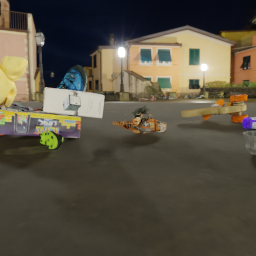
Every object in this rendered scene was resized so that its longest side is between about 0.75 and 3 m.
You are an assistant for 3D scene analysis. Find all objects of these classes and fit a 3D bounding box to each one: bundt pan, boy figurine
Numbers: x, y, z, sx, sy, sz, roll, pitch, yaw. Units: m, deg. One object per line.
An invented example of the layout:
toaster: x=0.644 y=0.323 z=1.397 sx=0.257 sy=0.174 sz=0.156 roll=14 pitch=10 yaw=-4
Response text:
bundt pan: x=2.741 y=0.317 z=5.267 sx=1.108 sy=0.416 sz=1.108 roll=0 pitch=8 yaw=0
boy figurine: x=-4.504 y=-1.374 z=9.172 sx=0.921 sy=2.859 sz=1.777 roll=25 pitch=-16 yaw=47

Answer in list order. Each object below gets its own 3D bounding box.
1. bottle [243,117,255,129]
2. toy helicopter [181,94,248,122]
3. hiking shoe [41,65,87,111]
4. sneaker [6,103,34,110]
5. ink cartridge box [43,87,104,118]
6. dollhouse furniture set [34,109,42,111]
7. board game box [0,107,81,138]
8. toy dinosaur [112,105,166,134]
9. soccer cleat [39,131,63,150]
bottle: x=4.540 y=-0.163 z=9.424 sx=1.215 sy=0.397 sz=0.508 roll=0 pitch=5 yaw=0
toy helicopter: x=3.705 y=-0.803 z=12.326 sx=2.829 sy=1.116 sz=1.871 roll=-7 pitch=8 yaw=-1
hiking shoe: x=-2.392 y=-1.144 z=10.409 sx=0.971 sy=2.610 sz=1.131 roll=35 pitch=18 yaw=6
sneaker: x=-5.063 y=-0.663 z=12.222 sx=2.162 sy=0.804 sz=0.946 roll=5 pitch=14 yaw=36
ink cartridge box: x=-1.544 y=-0.729 z=7.920 sx=1.577 sy=0.677 sz=1.155 roll=4 pitch=8 yaw=-14
dollhouse furniture set: x=-3.760 y=-0.429 z=10.738 sx=1.076 sy=0.579 sz=0.438 roll=-3 pitch=-1 yaw=-33
board game box: x=-2.566 y=-0.162 z=7.722 sx=2.153 sy=0.611 sz=1.780 roll=4 pitch=6 yaw=-25
toy dinosaur: x=0.363 y=-0.172 z=8.434 sx=1.561 sy=0.797 sz=1.060 roll=21 pitch=25 yaw=2
soccer cleat: x=-1.600 y=0.247 z=6.102 sx=0.467 sy=0.389 sz=1.153 roll=3 pitch=2 yaw=-30
